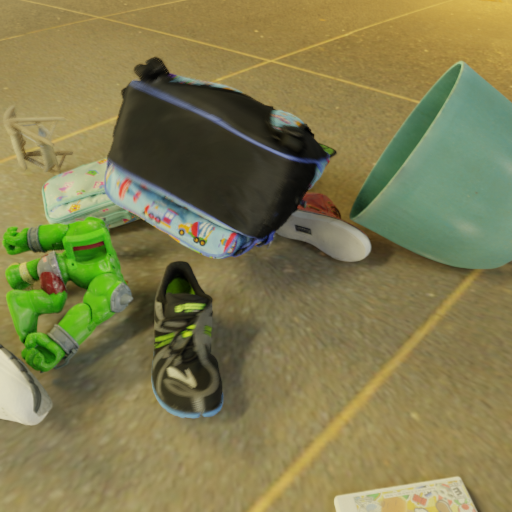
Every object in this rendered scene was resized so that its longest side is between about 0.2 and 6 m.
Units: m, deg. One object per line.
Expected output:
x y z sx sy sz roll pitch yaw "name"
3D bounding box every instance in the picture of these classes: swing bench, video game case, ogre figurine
-4.624 -2.375 11.773 1.191 1.184 0.772 12 61 -2 "swing bench"
1.812 3.229 6.181 1.579 0.181 1.437 -6 38 -7 "video game case"
-3.011 0.355 8.936 1.763 1.443 2.941 -23 30 -9 "ogre figurine"

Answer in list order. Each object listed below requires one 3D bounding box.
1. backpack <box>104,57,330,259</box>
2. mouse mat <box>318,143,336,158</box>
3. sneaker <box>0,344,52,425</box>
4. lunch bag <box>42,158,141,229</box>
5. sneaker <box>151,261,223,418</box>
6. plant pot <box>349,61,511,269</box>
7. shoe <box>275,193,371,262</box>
-0.455 -1.672 9.833 3.227 2.378 3.535 28 19 12 "backpack"
0.349 -2.681 13.949 2.709 0.102 2.180 30 47 34 "mouse mat"
-4.212 1.755 7.521 3.361 1.252 1.464 10 51 23 "sneaker"
-3.127 -1.188 11.183 2.106 0.812 1.689 -21 41 -7 "lunch bag"
-1.067 1.131 8.072 0.950 1.111 2.681 -4 43 -13 "sneaker"
3.586 -1.273 9.758 2.558 3.187 3.187 33 42 -2 "plant pot"
1.376 -0.642 10.628 2.220 0.793 1.010 21 45 38 "shoe"
